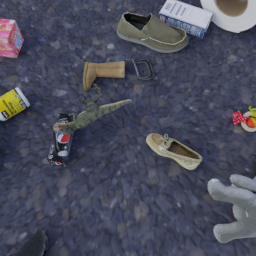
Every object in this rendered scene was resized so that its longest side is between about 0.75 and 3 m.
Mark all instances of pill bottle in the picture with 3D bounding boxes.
[{"bbox_3d":[-4.207,-0.749,9.725,1.369,0.770,0.770,-35,69,-15],"label":"pill bottle"}]

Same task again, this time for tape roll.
[{"bbox_3d":[4.456,-5.446,10.876,2.732,2.732,1.876,39,71,17],"label":"tape roll"}]

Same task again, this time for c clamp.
[{"bbox_3d":[0.458,-2.278,10.819,0.989,0.157,1.157,-15,64,-13],"label":"c clamp"}]

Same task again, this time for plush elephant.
[{"bbox_3d":[3.613,1.943,7.988,2.422,1.875,1.994,-11,105,30],"label":"plush elephant"}]

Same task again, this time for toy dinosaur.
[{"bbox_3d":[-1.158,-0.656,8.941,2.694,0.639,1.187,-24,57,15],"label":"toy dinosaur"}]

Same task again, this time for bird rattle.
[{"bbox_3d":[4.196,-0.295,9.660,1.096,0.618,0.894,-26,83,-8],"label":"bird rattle"}]

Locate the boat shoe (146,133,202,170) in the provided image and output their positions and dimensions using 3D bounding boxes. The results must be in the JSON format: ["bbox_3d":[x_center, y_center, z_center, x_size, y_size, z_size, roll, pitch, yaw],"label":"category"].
[{"bbox_3d":[1.494,0.643,9.041,1.875,0.588,0.687,28,54,5],"label":"boat shoe"}]

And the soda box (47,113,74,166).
[{"bbox_3d":[-2.175,0.377,9.279,0.535,0.597,1.688,6,65,2],"label":"soda box"}]

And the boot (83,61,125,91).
[{"bbox_3d":[-0.887,-1.983,10.471,1.525,0.504,1.336,1,65,-1],"label":"boot"}]

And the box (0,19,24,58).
[{"bbox_3d":[-5.358,-3.539,10.888,2.122,1.089,1.004,7,65,2],"label":"box"}]

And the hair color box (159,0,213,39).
[{"bbox_3d":[2.370,-4.561,11.625,2.000,0.605,1.000,24,67,11],"label":"hair color box"}]

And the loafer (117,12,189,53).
[{"bbox_3d":[0.953,-3.817,11.038,2.946,1.026,1.108,13,65,6],"label":"loafer"}]

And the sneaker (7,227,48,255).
[{"bbox_3d":[-2.964,3.912,7.598,1.177,0.678,2.257,42,66,17],"label":"sneaker"}]
